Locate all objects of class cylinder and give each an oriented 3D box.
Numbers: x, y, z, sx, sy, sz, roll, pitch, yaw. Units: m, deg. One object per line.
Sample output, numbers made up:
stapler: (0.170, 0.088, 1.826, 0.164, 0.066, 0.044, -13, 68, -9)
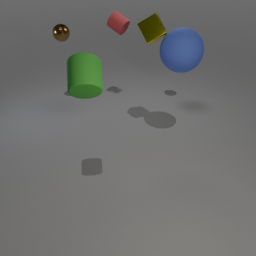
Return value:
cylinder: (-0.396, -4.342, 11.600, 0.700, 0.700, 0.700, 38, 39, 4)
cylinder: (-0.881, -1.048, 5.704, 0.700, 0.700, 0.700, -4, 72, -6)

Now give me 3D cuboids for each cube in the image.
cube: (0.810, -3.178, 9.064, 0.700, 0.700, 0.700, -26, 5, 16)

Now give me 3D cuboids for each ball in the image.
ball: (1.715, -2.478, 8.960, 1.400, 1.400, 1.400, 0, 31, 0)
ball: (-2.752, -3.924, 11.540, 0.700, 0.700, 0.700, 0, 31, 0)
